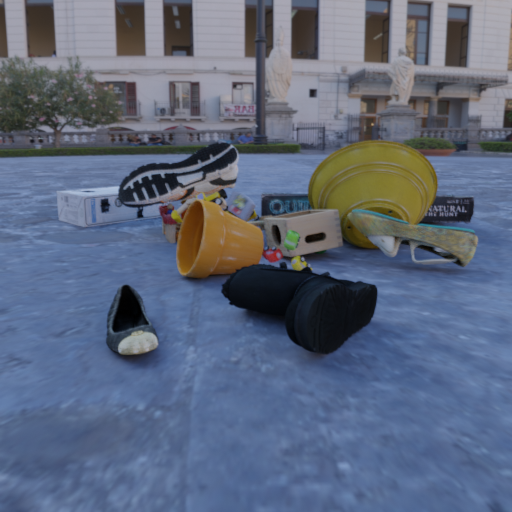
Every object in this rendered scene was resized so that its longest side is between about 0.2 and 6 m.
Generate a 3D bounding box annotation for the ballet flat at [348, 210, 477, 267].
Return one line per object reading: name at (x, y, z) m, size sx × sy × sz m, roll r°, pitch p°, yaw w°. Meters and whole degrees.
ballet flat at (2.773, -0.283, 10.218) m, size 2.356 × 0.833 × 0.833 m, roll 12°, pitch 16°, yaw 15°

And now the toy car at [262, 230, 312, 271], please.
toy car at (0.537, -0.071, 9.439) m, size 0.945 × 0.889 × 0.211 m, roll 22°, pitch 51°, yaw 10°

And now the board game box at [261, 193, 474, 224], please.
board game box at (2.637, -1.256, 14.347) m, size 4.853 × 0.683 × 3.282 m, roll 1°, pitch 5°, yaw 5°

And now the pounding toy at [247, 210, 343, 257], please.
pounding toy at (0.573, -0.408, 11.443) m, size 1.630 × 0.849 × 1.855 m, roll -12°, pitch 8°, yaw -20°

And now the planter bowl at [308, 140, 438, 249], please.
planter bowl at (2.446, -0.967, 11.722) m, size 2.745 × 2.745 × 1.143 m, roll 1°, pitch 49°, yaw 5°

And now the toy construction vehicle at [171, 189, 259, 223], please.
toy construction vehicle at (-0.880, -0.918, 12.042) m, size 1.513 × 0.533 × 1.317 m, roll -24°, pitch -27°, yaw 16°

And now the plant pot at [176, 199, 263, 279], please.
plant pot at (-0.587, -0.208, 9.761) m, size 1.222 × 1.334 × 1.334 m, roll 11°, pitch 7°, yaw -25°

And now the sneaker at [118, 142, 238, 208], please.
sneaker at (-1.696, -1.580, 12.728) m, size 2.844 × 1.048 × 1.138 m, roll -16°, pitch -30°, yaw -3°

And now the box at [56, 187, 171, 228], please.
box at (-3.947, -1.467, 15.780) m, size 1.615 × 0.832 × 2.769 m, roll 13°, pitch 19°, yaw 43°

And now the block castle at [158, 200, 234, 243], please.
block castle at (-1.247, -0.916, 13.140) m, size 1.978 × 0.928 × 1.322 m, roll -4°, pitch 15°, yaw -13°

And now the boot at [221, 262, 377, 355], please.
boot at (0.383, 0.554, 7.196) m, size 1.815 × 0.820 × 2.215 m, roll 10°, pitch 9°, yaw 30°

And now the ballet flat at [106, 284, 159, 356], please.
ballet flat at (-1.572, 0.796, 6.842) m, size 0.582 × 0.497 × 1.750 m, roll -5°, pitch 14°, yaw -20°

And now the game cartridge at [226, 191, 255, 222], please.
game cartridge at (-0.345, -1.092, 12.021) m, size 0.708 × 0.471 × 0.145 m, roll 35°, pitch 6°, yaw 35°
